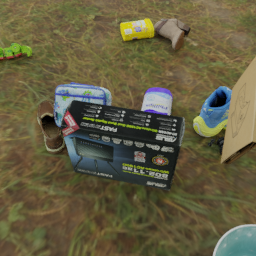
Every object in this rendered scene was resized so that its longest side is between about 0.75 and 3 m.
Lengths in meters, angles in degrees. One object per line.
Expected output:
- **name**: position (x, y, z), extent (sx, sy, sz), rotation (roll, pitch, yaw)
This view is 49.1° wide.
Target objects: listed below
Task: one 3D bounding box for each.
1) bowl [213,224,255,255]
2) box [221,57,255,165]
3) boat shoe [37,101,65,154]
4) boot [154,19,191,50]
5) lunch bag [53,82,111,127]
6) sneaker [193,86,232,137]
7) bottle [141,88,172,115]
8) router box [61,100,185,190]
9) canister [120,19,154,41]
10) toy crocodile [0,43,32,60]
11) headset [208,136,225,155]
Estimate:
- **bowl**: position (2.571, 3.079, 5.601), extent (1.970, 1.030, 1.970), rotation (0, 50, 1)
- **box**: position (2.616, -0.378, 6.338), extent (0.228, 1.749, 2.140), rotation (15, 69, 5)
- **boat shoe**: position (-2.337, -0.222, 8.490), extent (0.745, 0.746, 2.018), rotation (-18, 53, -15)
- **boot**: position (1.693, -3.944, 11.628), extent (1.411, 0.678, 1.930), rotation (21, 47, 17)
- **lunch bag**: position (-1.305, -0.616, 7.985), extent (1.598, 1.284, 0.659), rotation (9, 10, 14)
- **sneaker**: position (3.246, -0.691, 8.444), extent (2.692, 1.414, 1.020), rotation (-26, 55, -19)
- **bottle**: position (0.819, -0.280, 8.550), extent (0.921, 0.720, 2.206), rotation (7, 51, 10)
- **router box**: position (-0.123, 0.494, 7.034), extent (2.783, 2.085, 0.865), rotation (10, 52, 9)
- **canister**: position (0.372, -4.152, 11.857), extent (1.260, 0.545, 0.936), rotation (-11, 51, -7)
- **toy crocodile**: position (-4.674, -2.913, 10.871), extent (1.819, 0.562, 0.614), rotation (-13, 11, -9)
- **headset**: position (2.800, 0.486, 8.089), extent (1.014, 0.476, 0.626), rotation (4, 49, -11)
